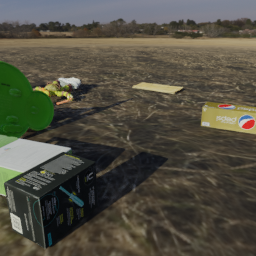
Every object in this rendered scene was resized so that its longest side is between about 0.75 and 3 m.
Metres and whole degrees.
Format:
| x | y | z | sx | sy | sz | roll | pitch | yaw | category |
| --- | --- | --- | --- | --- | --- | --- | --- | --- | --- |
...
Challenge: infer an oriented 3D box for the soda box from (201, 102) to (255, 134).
| x | y | z | sx | sy | sz | roll | pitch | yaw | category |
| --- | --- | --- | --- | --- | --- | --- | --- | --- | --- |
| 3.432 | -0.318 | 8.803 | 2.099 | 0.672 | 0.711 | 10 | 24 | 24 | soda box |

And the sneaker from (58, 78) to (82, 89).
| x | y | z | sx | sy | sz | roll | pitch | yaw | category |
| --- | --- | --- | --- | --- | --- | --- | --- | --- | --- |
| -2.902 | -2.292 | 14.080 | 1.440 | 0.526 | 0.510 | 20 | 50 | 33 | sneaker |

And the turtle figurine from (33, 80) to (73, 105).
| x | y | z | sx | sy | sz | roll | pitch | yaw | category |
| --- | --- | --- | --- | --- | --- | --- | --- | --- | --- |
| -3.357 | -1.665 | 12.266 | 2.362 | 0.761 | 1.904 | 5 | 21 | 9 | turtle figurine |

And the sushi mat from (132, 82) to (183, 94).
| x | y | z | sx | sy | sz | roll | pitch | yaw | category |
| --- | --- | --- | --- | --- | --- | --- | --- | --- | --- |
| 1.499 | -2.030 | 14.172 | 2.417 | 0.146 | 1.156 | 13 | 24 | 31 | sushi mat |

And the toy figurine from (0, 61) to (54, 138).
| x | y | z | sx | sy | sz | roll | pitch | yaw | category |
| --- | --- | --- | --- | --- | --- | --- | --- | --- | --- |
| -4.304 | -0.676 | 8.526 | 2.749 | 2.242 | 2.987 | 2 | -4 | 32 | toy figurine |

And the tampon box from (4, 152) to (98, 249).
| x | y | z | sx | sy | sz | roll | pitch | yaw | category |
| --- | --- | --- | --- | --- | --- | --- | --- | --- | --- |
| -1.189 | 1.101 | 4.591 | 0.790 | 0.937 | 1.251 | 12 | 24 | 30 | tampon box |

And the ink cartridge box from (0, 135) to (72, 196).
| x | y | z | sx | sy | sz | roll | pitch | yaw | category |
| --- | --- | --- | --- | --- | --- | --- | --- | --- | --- |
| -2.441 | 0.756 | 5.877 | 2.320 | 0.688 | 1.205 | 9 | 22 | 23 | ink cartridge box |
